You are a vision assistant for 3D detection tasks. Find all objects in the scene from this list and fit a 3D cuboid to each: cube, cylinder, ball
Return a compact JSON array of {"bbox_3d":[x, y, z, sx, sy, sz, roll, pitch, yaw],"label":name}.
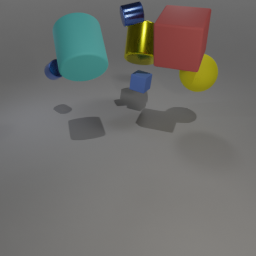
[{"bbox_3d":[0.552,-1.994,12.021,0.700,0.700,0.700,20,34,20],"label":"cube"},{"bbox_3d":[0.136,-3.913,9.640,0.700,0.700,0.700,-15,32,-6],"label":"cylinder"},{"bbox_3d":[2.607,-2.044,10.388,1.400,1.400,1.400,0,30,0],"label":"ball"},{"bbox_3d":[-1.377,-2.293,8.077,1.400,1.400,1.400,-8,71,-14],"label":"cylinder"},{"bbox_3d":[0.600,-3.517,11.689,1.400,1.400,1.400,6,-6,1],"label":"cylinder"},{"bbox_3d":[1.638,-2.740,8.541,1.400,1.400,1.400,12,47,17],"label":"cube"},{"bbox_3d":[-2.843,-2.275,10.968,0.700,0.700,0.700,-20,9,-30],"label":"cylinder"}]
